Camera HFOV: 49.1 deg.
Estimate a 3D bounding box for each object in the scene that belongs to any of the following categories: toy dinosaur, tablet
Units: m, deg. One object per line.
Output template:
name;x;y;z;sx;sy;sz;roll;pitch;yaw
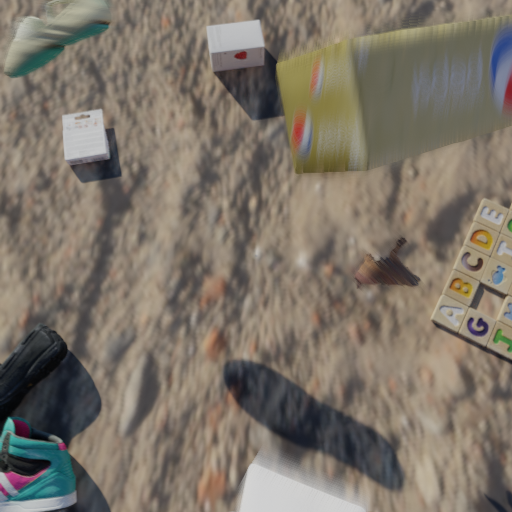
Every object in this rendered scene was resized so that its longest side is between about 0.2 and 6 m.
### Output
toy dinosaur;1.715;0.230;7.826;0.826;1.219;0.523;-37;99;-45
tablet;0.631;3.410;7.198;1.738;1.131;0.119;22;118;-2

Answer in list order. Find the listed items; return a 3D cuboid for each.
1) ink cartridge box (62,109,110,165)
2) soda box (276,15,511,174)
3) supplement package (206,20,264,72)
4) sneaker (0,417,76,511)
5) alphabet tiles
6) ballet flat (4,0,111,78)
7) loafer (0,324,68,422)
ink cartridge box;-3.320;-2.304;10.895;0.811;0.252;1.007;-10;70;-3
soda box;2.498;-2.342;7.768;4.412;1.412;1.494;-20;106;-31
supplement package;-0.407;-4.187;11.192;1.069;0.648;0.640;-9;74;-2
sneaker;-4.078;3.311;8.879;2.374;0.993;1.433;-1;79;-8
alphabet tiles;4.986;0.382;10.185;2.627;0.119;3.142;26;76;7
ballet flat;-2.962;-3.242;8.091;2.022;0.703;0.703;-16;73;24
loafer;-4.187;2.090;9.414;0.773;0.747;2.201;39;73;15
